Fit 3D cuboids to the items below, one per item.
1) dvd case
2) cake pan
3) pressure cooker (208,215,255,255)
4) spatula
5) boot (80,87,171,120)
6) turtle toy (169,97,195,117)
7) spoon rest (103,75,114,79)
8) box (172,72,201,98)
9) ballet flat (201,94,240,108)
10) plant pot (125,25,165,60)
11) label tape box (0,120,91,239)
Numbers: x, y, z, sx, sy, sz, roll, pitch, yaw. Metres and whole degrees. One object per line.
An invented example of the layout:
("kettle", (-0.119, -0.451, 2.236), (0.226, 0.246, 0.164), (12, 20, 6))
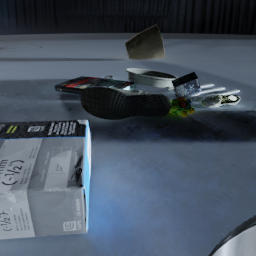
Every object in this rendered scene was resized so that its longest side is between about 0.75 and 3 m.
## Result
("dvd case", (-1.340, -1.756, 11.860), (2.837, 0.312, 2.071), (9, 24, 24))
("cake pan", (1.034, -2.223, 12.411), (2.364, 0.434, 2.364), (8, 19, -3))
("pressure cooker", (1.161, 1.757, 0.815), (2.328, 2.292, 2.606), (29, 31, 10))
("spatula", (3.144, -1.535, 11.461), (2.653, 0.213, 1.845), (-16, 26, -33))
("boot", (-0.040, -0.799, 8.944), (2.759, 0.934, 1.802), (5, 10, -2))
("turtle toy", (1.641, -0.711, 9.025), (0.768, 0.533, 1.054), (19, 29, 38))
("spoon rest", (-0.877, -2.414, 13.406), (0.558, 0.341, 1.124), (-6, 24, -14))
("box", (2.073, -1.483, 9.949), (0.871, 0.646, 0.466), (-22, 40, 5))
("ballet flat", (3.237, -0.990, 9.684), (1.410, 0.490, 0.490), (-3, 23, -15))
("plant pot", (1.068, -5.567, 19.126), (2.384, 2.233, 2.233), (-16, 23, 2))
("label tape box", (-2.122, 0.735, 4.698), (2.936, 0.971, 2.104), (0, 28, -6))
